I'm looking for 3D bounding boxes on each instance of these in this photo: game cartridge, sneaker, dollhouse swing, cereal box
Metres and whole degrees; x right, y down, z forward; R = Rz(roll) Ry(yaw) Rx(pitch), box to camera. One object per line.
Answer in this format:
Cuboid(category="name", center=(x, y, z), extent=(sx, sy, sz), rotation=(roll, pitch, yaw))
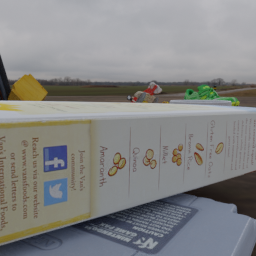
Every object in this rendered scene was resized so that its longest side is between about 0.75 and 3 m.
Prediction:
Cuboid(category="game cartridge", center=(-0.273, 0.574, 1.585), extent=(1.711, 0.355, 1.139), rotation=(5, 11, 33))
Cuboid(category="sneaker", center=(3.311, -1.229, 11.785), extent=(1.041, 1.175, 2.812), rotation=(-4, 9, -33))
Cuboid(category="dollhouse swing", center=(-2.413, -0.582, 6.373), extent=(0.817, 0.844, 0.929), rotation=(-29, 25, 24))
Cuboid(category="cereal box", center=(-0.466, 0.072, 2.204), extent=(2.814, 0.556, 2.024), rotation=(-3, 7, -37))

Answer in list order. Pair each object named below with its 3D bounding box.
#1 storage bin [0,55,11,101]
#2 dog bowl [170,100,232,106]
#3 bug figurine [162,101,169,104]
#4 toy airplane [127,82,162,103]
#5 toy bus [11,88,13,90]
Cuboid(category="storage bin", center=(-3.905, -0.517, 5.202), extent=(2.698, 1.964, 1.812), rotation=(1, 35, 4))
Cuboid(category="dog bowl", center=(1.997, -0.435, 7.830), extent=(1.667, 0.657, 1.667), rotation=(0, 8, 0))
Cuboid(category="bug figurine", center=(1.494, -0.795, 11.221), extent=(1.426, 0.473, 1.839), rotation=(-5, 10, -32))
Cuboid(category="toy airplane", center=(0.824, -1.218, 12.047), extent=(1.570, 1.108, 1.563), rotation=(-16, -20, -20))
Cuboid(category="toy bus", center=(-3.941, -0.755, 9.416), extent=(1.528, 1.037, 1.467), rotation=(-10, -1, -39))
